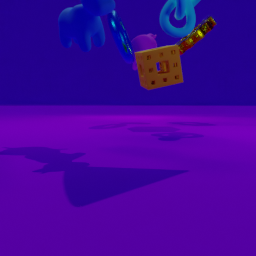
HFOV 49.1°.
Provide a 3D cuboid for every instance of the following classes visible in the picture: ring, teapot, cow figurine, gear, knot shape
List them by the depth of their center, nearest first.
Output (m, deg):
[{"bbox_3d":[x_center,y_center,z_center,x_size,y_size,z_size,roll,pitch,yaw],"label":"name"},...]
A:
[{"bbox_3d":[-0.715,-1.830,4.484,1.147,1.128,0.629,20,40,35],"label":"cow figurine"},{"bbox_3d":[1.453,-3.472,7.652,0.754,1.633,1.528,22,-18,34],"label":"knot shape"},{"bbox_3d":[-0.231,-3.299,10.226,0.398,1.991,1.991,-20,1,11],"label":"ring"},{"bbox_3d":[2.656,-3.735,11.505,2.028,0.375,2.028,-40,11,10],"label":"gear"},{"bbox_3d":[0.674,-3.231,11.532,1.191,1.915,0.938,25,-10,24],"label":"teapot"}]

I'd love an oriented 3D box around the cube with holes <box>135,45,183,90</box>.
[{"bbox_3d":[0.941,-1.906,8.731,1.105,1.105,1.105,-13,17,-6],"label":"cube with holes"}]
